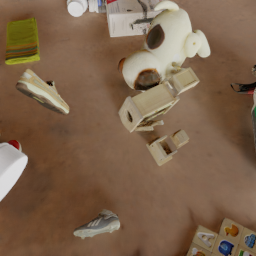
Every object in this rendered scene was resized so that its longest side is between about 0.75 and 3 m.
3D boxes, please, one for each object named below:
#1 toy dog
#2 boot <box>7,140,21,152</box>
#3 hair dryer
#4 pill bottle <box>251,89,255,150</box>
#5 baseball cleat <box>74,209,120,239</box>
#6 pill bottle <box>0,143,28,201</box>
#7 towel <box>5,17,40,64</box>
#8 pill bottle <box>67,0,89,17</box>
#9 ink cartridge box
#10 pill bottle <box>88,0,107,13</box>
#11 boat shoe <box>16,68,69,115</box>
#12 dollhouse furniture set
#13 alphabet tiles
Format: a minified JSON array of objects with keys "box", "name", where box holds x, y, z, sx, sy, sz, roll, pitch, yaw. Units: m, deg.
[{"box":[0.951,-2.117,8.285,1.766,2.454,2.531,37,82,27],"name":"toy dog"},{"box":[-3.330,0.701,6.800,0.592,1.180,1.636,22,54,17],"name":"boot"},{"box":[4.357,-1.180,8.920,1.387,0.495,1.821,-40,54,-10],"name":"hair dryer"},{"box":[4.013,0.006,7.145,1.531,1.531,2.707,8,51,7],"name":"pill bottle"},{"box":[-0.707,2.117,6.228,1.020,0.356,0.543,-3,44,-15],"name":"baseball cleat"},{"box":[-3.163,0.156,4.472,2.839,1.582,1.582,33,55,-2],"name":"pill bottle"},{"box":[-4.083,-3.431,10.781,1.202,0.252,2.792,-11,51,-10],"name":"towel"},{"box":[-2.142,-5.510,12.068,0.878,0.878,1.587,2,51,1],"name":"pill bottle"},{"box":[0.361,-4.615,11.254,2.378,0.986,1.746,-7,50,-5],"name":"ink cartridge box"},{"box":[-1.063,-5.341,12.045,1.226,0.698,0.698,-5,51,-4],"name":"pill bottle"},{"box":[-1.691,-0.760,5.982,0.516,1.440,0.549,10,74,27],"name":"boat shoe"},{"box":[1.202,-0.260,7.917,2.186,1.216,1.934,-27,80,-21],"name":"dollhouse furniture set"},{"box":[2.412,3.126,5.527,2.659,0.084,2.212,24,55,18],"name":"alphabet tiles"}]
